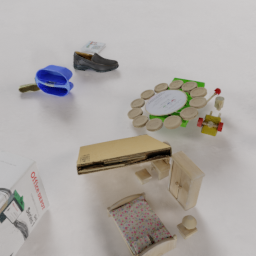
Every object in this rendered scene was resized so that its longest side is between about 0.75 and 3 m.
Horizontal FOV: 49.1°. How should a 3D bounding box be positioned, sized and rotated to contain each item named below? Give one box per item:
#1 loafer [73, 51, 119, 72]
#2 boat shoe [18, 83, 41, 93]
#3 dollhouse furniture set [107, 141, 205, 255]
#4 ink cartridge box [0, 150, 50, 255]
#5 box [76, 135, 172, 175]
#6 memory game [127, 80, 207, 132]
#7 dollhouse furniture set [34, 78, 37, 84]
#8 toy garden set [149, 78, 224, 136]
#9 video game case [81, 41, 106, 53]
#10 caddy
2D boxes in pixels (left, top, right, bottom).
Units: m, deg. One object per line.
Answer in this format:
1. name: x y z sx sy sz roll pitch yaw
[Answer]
1. loafer: -1.545 -3.172 13.287 2.224 0.804 0.810 3 39 2
2. boat shoe: -4.173 -1.759 11.978 0.985 0.359 0.310 -13 46 -4
3. dollhouse furniture set: 0.324 1.730 7.007 2.885 1.409 2.460 -19 43 -22
4. ink cartridge box: -3.001 2.032 6.303 1.061 1.837 2.515 14 42 16
5. box: -0.242 0.645 7.854 2.309 0.300 2.824 -10 6 -7
6. memory game: 1.383 -0.868 10.193 2.988 0.190 2.988 -15 36 12
7. dollhouse furniture set: -3.642 -2.116 12.334 0.865 0.432 0.334 -15 42 -16
8. toy garden set: 2.500 -0.804 10.666 2.497 0.598 2.995 14 41 21
9. video game case: -1.894 -4.471 15.357 1.004 0.131 1.103 13 41 14
10. caddy: -3.031 -1.929 11.574 1.629 1.152 0.855 13 36 16
